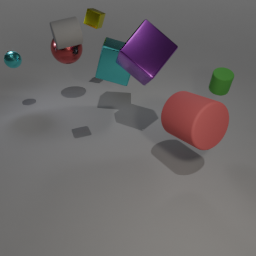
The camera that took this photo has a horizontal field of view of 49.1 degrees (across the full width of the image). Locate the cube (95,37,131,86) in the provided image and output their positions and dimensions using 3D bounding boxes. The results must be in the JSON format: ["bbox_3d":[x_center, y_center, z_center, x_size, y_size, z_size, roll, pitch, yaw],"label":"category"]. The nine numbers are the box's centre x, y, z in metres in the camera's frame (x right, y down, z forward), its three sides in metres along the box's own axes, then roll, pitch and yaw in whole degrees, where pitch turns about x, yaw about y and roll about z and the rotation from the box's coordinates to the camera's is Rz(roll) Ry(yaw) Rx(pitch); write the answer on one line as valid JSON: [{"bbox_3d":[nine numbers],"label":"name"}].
[{"bbox_3d":[-0.498,-2.835,11.919,1.400,1.400,1.400,14,31,-7],"label":"cube"}]

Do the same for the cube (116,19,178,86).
[{"bbox_3d":[0.587,-2.511,9.592,1.400,1.400,1.400,39,-6,-5],"label":"cube"}]

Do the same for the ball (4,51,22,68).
[{"bbox_3d":[-4.759,-2.825,11.580,0.700,0.700,0.700,0,31,0],"label":"ball"}]

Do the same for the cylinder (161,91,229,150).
[{"bbox_3d":[1.914,-0.249,8.121,1.400,1.400,1.400,-17,27,-26],"label":"cylinder"}]

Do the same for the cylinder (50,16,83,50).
[{"bbox_3d":[-1.605,-2.481,7.322,0.700,0.700,0.700,-18,34,-12],"label":"cylinder"}]

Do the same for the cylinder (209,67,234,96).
[{"bbox_3d":[3.195,-1.595,9.612,0.700,0.700,0.700,0,50,-1],"label":"cylinder"}]

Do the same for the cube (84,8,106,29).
[{"bbox_3d":[-1.558,-5.120,13.087,0.700,0.700,0.700,24,28,5],"label":"cube"}]

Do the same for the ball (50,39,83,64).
[{"bbox_3d":[-2.733,-3.564,12.490,1.400,1.400,1.400,0,31,0],"label":"ball"}]
